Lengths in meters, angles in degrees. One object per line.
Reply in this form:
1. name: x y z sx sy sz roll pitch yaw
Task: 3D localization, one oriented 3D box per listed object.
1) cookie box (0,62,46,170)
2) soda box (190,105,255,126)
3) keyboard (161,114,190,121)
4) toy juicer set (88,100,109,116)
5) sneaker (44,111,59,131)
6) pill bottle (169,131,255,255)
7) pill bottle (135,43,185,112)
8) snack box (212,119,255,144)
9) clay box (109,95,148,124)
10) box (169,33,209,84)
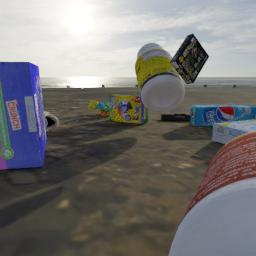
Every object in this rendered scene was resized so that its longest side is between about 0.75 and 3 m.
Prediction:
1. cookie box: -2.562 -0.446 6.676 0.966 2.198 2.569 -6 11 -13
2. soda box: 3.666 -0.496 10.899 2.350 0.754 0.797 -1 10 -2
3. keyboard: 2.258 -0.439 12.163 1.641 0.211 0.985 2 17 7
4. toy juicer set: -0.883 -0.843 13.500 1.525 0.652 2.398 14 -2 -29
5. sneaker: -3.143 -0.221 9.302 0.862 0.795 1.954 6 12 41
6. pill bottle: 1.060 0.848 1.951 1.366 1.366 2.435 5 11 24
7. pill bottle: 1.100 -2.058 10.774 1.575 1.575 2.802 -1 45 -7
8. snack box: 3.541 0.230 7.435 1.540 0.574 2.165 -4 11 -20
9. clay box: -0.098 -0.794 11.515 1.926 1.106 0.458 6 10 30
10. box: 2.088 -2.312 9.401 1.065 1.333 0.329 43 -23 -25
